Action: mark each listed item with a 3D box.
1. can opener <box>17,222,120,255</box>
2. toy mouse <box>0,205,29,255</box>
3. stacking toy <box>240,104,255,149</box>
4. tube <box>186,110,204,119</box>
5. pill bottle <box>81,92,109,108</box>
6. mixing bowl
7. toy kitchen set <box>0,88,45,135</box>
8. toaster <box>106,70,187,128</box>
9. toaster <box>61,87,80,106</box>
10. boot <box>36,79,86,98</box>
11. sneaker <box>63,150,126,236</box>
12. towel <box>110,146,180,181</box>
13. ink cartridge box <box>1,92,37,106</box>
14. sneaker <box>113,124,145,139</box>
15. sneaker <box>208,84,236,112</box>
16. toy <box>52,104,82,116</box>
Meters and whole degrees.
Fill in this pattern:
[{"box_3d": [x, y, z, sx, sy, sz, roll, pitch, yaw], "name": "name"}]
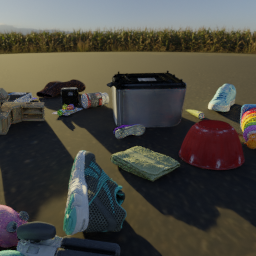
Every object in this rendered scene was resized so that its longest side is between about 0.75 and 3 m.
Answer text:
[{"box_3d": [-0.894, 1.729, 4.126, 1.553, 0.519, 0.414, 6, 33, 5], "name": "can opener"}, {"box_3d": [-2.018, 1.783, 4.158, 2.368, 0.516, 2.664, -1, 19, -3], "name": "toy mouse"}, {"box_3d": [3.935, 0.113, 8.582, 1.118, 1.057, 1.927, 6, 31, 27], "name": "stacking toy"}, {"box_3d": [2.782, -0.609, 11.547, 0.273, 0.305, 1.051, -40, 22, -1], "name": "tube"}, {"box_3d": [-1.497, -1.293, 12.833, 1.149, 0.665, 0.665, -11, 22, -29], "name": "pill bottle"}, {"box_3d": [2.307, 0.339, 7.643, 1.756, 0.951, 1.756, 0, 19, 0], "name": "mixing bowl"}, {"box_3d": [-3.856, -0.715, 10.037, 1.515, 1.370, 1.680, 0, 22, -11], "name": "toy kitchen set"}, {"box_3d": [0.580, -1.219, 10.974, 2.932, 1.740, 2.652, -2, 19, -6], "name": "toaster"}, {"box_3d": [-2.676, -1.474, 13.101, 0.914, 0.827, 0.542, -4, 20, -12], "name": "toaster"}, {"box_3d": [-3.588, -2.007, 15.185, 2.192, 0.793, 1.823, 8, 33, 17], "name": "boot"}, {"box_3d": [-0.615, 1.245, 5.534, 1.104, 0.939, 2.420, 12, 21, -12], "name": "sneaker"}, {"box_3d": [0.423, 0.857, 7.201, 1.565, 0.285, 1.161, 18, 25, 41], "name": "towel"}, {"box_3d": [-5.879, -1.404, 13.450, 2.244, 0.491, 2.265, 2, 18, 7], "name": "ink cartridge box"}, {"box_3d": [0.008, 0.033, 9.415, 1.126, 0.392, 0.560, -8, 20, -22], "name": "sneaker"}, {"box_3d": [4.269, -1.447, 12.672, 0.957, 1.061, 2.589, 9, 21, 26], "name": "sneaker"}, {"box_3d": [-2.595, -0.836, 12.050, 0.774, 0.318, 1.345, 7, 20, 17], "name": "toy"}]
